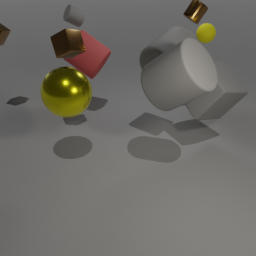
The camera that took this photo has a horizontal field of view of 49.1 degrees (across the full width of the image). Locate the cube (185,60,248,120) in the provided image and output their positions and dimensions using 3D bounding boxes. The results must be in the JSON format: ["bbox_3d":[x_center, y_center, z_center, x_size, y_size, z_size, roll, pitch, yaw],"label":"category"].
[{"bbox_3d":[2.709,-1.234,9.195,1.400,1.400,1.400,-4,57,-39],"label":"cube"}]

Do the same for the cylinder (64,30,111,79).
[{"bbox_3d":[-1.628,-2.938,11.281,1.400,1.400,1.400,35,30,-6],"label":"cylinder"}]

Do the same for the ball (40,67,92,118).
[{"bbox_3d":[-1.694,-0.985,7.752,1.400,1.400,1.400,0,28,0],"label":"ball"}]

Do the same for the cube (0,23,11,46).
[{"bbox_3d":[-5.050,-3.613,10.630,0.700,0.700,0.700,34,18,-9],"label":"cube"}]

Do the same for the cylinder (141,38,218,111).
[{"bbox_3d":[1.283,-1.307,7.115,1.400,1.400,1.400,-25,6,44],"label":"cylinder"}]

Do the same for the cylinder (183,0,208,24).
[{"bbox_3d":[2.631,-4.530,10.898,0.700,0.700,0.700,30,21,-13],"label":"cylinder"}]

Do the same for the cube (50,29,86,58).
[{"bbox_3d":[-1.880,-2.642,8.830,0.700,0.700,0.700,-13,5,34],"label":"cube"}]

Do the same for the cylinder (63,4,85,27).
[{"bbox_3d":[-2.298,-4.785,11.954,0.700,0.700,0.700,15,16,-36],"label":"cylinder"}]

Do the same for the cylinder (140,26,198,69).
[{"bbox_3d":[1.319,-2.245,8.838,1.400,1.400,1.400,22,54,35],"label":"cylinder"}]

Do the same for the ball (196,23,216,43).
[{"bbox_3d":[2.898,-3.520,10.409,0.700,0.700,0.700,0,28,0],"label":"ball"}]
